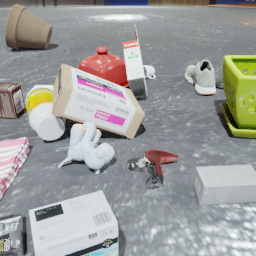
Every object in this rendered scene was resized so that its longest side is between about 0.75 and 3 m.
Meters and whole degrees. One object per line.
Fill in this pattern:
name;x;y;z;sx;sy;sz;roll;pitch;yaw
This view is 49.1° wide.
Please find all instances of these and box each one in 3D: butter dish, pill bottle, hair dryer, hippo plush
butter dish;-1.065;-2.576;11.991;2.363;1.747;2.357;23;36;36
pill bottle;-2.581;-0.449;8.832;1.097;1.097;1.946;-11;35;-20
hair dryer;0.748;0.984;7.188;1.391;0.378;1.059;-26;56;-32
hippo plush;-0.973;0.511;7.140;1.094;1.084;1.361;25;37;38

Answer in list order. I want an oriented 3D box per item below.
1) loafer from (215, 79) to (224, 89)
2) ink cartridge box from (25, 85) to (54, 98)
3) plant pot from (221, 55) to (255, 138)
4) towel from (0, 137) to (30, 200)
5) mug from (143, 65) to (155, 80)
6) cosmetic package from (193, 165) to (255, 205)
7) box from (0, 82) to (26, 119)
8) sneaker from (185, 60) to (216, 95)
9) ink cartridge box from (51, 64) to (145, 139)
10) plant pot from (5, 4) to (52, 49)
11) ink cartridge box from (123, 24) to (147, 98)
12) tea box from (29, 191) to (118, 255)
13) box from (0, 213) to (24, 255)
loafer;4.573;-2.064;12.220;1.750;0.633;0.637;3;30;6
ink cartridge box;-2.644;-1.186;10.751;2.179;0.549;1.187;2;29;1
plant pot;4.154;-0.939;8.693;2.318;2.103;2.306;3;30;6
towel;-3.884;1.110;6.720;2.193;0.448;2.997;0;29;1
mug;0.990;-2.623;13.388;0.697;0.587;0.795;-16;62;-42
cosmetic package;2.233;1.264;6.314;1.361;0.614;0.727;1;29;-4
box;-4.850;-1.006;9.861;2.197;1.100;0.823;4;29;5
sneaker;3.263;-2.484;12.340;1.029;1.250;2.717;-2;29;-6
ink cartridge box;-0.986;-0.868;8.772;2.582;0.970;2.127;18;22;-23
plant pot;-6.293;-6.208;18.121;2.396;2.748;2.748;16;27;-10
ink cartridge box;0.225;-2.651;11.126;0.655;1.417;2.601;-10;66;5
tea box;-0.857;1.866;4.556;1.236;1.216;0.826;-12;31;-20
box;-2.347;2.059;5.224;0.725;0.229;0.919;-9;30;-16
